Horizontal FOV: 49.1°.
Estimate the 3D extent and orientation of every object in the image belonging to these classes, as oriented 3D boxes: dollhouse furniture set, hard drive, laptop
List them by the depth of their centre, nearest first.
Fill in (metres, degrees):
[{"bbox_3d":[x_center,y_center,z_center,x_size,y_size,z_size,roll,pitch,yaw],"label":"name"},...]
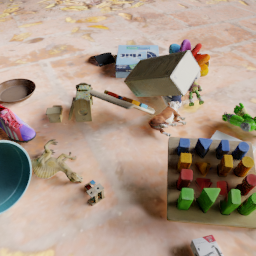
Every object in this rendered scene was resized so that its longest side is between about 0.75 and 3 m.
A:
[{"bbox_3d":[-1.199,2.028,9.167,0.536,0.540,0.766,-30,50,-29],"label":"dollhouse furniture set"},{"bbox_3d":[3.985,0.745,10.880,1.611,0.215,1.062,26,48,27],"label":"hard drive"},{"bbox_3d":[-2.586,-1.410,12.571,1.937,1.218,2.190,-3,41,-3],"label":"dollhouse furniture set"},{"bbox_3d":[-1.472,-4.037,16.454,1.072,0.625,1.210,-20,19,-22],"label":"laptop"}]

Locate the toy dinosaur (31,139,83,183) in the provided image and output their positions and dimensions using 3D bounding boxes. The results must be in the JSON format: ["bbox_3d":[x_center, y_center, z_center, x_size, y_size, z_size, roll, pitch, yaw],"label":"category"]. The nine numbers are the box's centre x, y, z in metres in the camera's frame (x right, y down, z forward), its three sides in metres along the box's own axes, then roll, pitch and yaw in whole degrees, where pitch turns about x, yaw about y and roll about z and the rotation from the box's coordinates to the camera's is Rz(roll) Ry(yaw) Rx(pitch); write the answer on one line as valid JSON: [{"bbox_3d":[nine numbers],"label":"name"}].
[{"bbox_3d":[-2.939,1.181,9.917,2.936,0.854,1.484,7,43,8],"label":"toy dinosaur"}]

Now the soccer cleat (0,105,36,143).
[{"bbox_3d":[-4.781,-0.239,11.445,2.573,0.942,0.878,28,49,28],"label":"soccer cleat"}]

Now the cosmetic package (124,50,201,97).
[{"bbox_3d":[1.239,-2.027,10.850,2.714,0.992,1.405,9,58,53],"label":"cosmetic package"}]

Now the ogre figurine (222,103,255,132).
[{"bbox_3d":[5.389,-0.337,11.449,2.563,1.257,1.536,14,23,-7],"label":"ogre figurine"}]

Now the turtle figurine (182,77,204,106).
[{"bbox_3d":[3.069,-1.618,13.354,1.017,1.413,1.370,7,57,-26],"label":"turtle figurine"}]

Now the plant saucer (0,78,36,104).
[{"bbox_3d":[-5.472,-1.745,13.607,2.029,0.371,2.029,-1,41,1],"label":"plant saucer"}]

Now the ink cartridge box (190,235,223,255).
[{"bbox_3d":[2.198,3.475,7.632,0.672,0.380,0.916,-10,42,-12],"label":"ink cartridge box"}]

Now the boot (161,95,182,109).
[{"bbox_3d":[1.839,-2.156,13.403,0.999,1.241,2.747,-15,43,-16],"label":"boot"}]

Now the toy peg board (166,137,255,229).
[{"bbox_3d":[2.694,1.393,8.613,2.854,1.396,2.842,4,61,4],"label":"toy peg board"}]

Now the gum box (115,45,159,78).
[{"bbox_3d":[0.561,-3.777,15.730,2.370,0.621,2.790,1,41,1],"label":"gum box"}]

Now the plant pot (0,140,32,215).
[{"bbox_3d":[-4.681,1.325,8.846,2.181,2.321,2.321,12,40,35],"label":"plant pot"}]

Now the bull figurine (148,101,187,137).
[{"bbox_3d":[1.759,-0.427,11.884,1.217,0.653,2.005,30,50,30],"label":"bull figurine"}]

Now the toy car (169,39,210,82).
[{"bbox_3d":[3.084,-3.652,14.640,2.495,1.871,2.183,22,46,23],"label":"toy car"}]

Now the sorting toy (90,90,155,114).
[{"bbox_3d":[-0.165,-1.118,11.449,2.053,0.405,2.218,23,9,28],"label":"sorting toy"}]
